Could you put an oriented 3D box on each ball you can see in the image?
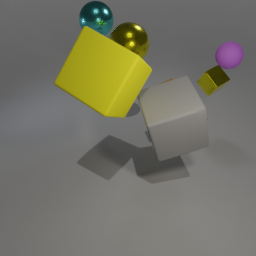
[{"bbox_3d":[-1.274,-4.359,11.277,1.400,1.400,1.400,0,32,0],"label":"ball"},{"bbox_3d":[0.034,-2.878,9.590,1.400,1.400,1.400,0,32,0],"label":"ball"},{"bbox_3d":[2.655,-1.902,7.341,0.700,0.700,0.700,0,32,0],"label":"ball"}]

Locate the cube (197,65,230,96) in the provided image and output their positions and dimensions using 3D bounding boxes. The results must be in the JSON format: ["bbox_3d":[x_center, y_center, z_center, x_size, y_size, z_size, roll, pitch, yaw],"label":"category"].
[{"bbox_3d":[3.056,-1.696,10.048,0.700,0.700,0.700,-29,78,-21],"label":"cube"}]

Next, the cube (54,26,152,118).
[{"bbox_3d":[-0.501,-1.178,6.360,1.400,1.400,1.400,33,9,13],"label":"cube"}]

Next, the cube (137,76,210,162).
[{"bbox_3d":[1.156,-0.237,7.244,1.400,1.400,1.400,-17,44,4],"label":"cube"}]

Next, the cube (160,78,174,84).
[{"bbox_3d":[1.288,-1.012,8.841,0.700,0.700,0.700,-23,61,18],"label":"cube"}]
